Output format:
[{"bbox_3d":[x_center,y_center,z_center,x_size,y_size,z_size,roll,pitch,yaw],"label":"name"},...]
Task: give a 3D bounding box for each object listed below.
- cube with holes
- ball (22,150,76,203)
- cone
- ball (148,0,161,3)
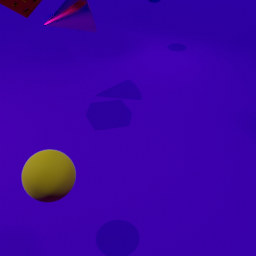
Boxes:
[{"bbox_3d":[-2.428,-3.191,5.993,0.947,0.947,0.947,54,18,17],"label":"cube with holes"},{"bbox_3d":[-1.202,0.730,4.285,0.795,0.795,0.795,0,42,0],"label":"ball"},{"bbox_3d":[-1.687,-3.039,7.675,1.282,1.277,1.277,-21,45,-4],"label":"cone"},{"bbox_3d":[0.983,-4.998,10.304,0.739,0.739,0.739,0,42,0],"label":"ball"}]
